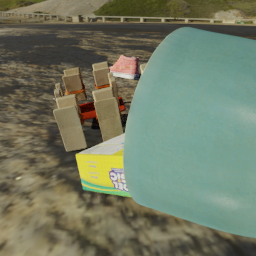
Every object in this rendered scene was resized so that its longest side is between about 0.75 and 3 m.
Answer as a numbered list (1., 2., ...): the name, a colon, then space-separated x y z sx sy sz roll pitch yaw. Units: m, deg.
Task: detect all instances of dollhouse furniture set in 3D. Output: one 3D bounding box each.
1. dollhouse furniture set: -0.348 -0.598 7.123 2.889 1.505 2.921 -12 28 -2

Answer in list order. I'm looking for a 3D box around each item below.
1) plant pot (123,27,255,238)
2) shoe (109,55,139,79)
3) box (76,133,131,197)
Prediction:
1. plant pot: 1.524 0.146 3.590 2.096 2.611 2.611 17 29 32
2. shoe: -0.269 -2.531 11.409 0.682 0.869 1.910 -10 21 -43
3. box: 0.842 0.466 4.200 2.891 0.699 1.696 -4 12 38
